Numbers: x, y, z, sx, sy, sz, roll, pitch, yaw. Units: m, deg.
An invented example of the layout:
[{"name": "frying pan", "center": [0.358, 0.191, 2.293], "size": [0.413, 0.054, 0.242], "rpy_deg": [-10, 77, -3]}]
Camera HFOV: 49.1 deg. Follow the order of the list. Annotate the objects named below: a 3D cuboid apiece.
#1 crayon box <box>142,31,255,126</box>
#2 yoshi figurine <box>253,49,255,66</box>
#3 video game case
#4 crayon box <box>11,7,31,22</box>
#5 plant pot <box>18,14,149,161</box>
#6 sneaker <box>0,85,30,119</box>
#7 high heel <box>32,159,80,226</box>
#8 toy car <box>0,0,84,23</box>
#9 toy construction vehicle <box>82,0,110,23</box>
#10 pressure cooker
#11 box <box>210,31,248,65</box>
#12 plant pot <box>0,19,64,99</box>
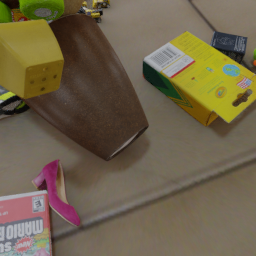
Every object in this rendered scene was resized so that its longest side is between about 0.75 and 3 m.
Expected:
[{"name": "crayon box", "center": [2.074, -1.342, 7.867], "size": [1.893, 0.757, 2.982], "rpy_deg": [-36, 63, -21]}, {"name": "yoshi figurine", "center": [4.759, -1.850, 8.040], "size": [1.248, 1.252, 2.228], "rpy_deg": [-25, 56, -34]}, {"name": "video game case", "center": [-2.491, 2.655, 5.243], "size": [2.073, 0.253, 2.899], "rpy_deg": [-6, 52, -14]}, {"name": "crayon box", "center": [-4.047, -3.077, 8.668], "size": [2.129, 1.351, 0.541], "rpy_deg": [-37, 64, -20]}, {"name": "plant pot", "center": [-0.894, -0.672, 6.627], "size": [2.599, 2.599, 2.781], "rpy_deg": [-37, 82, -21]}, {"name": "sneaker", "center": [-3.690, -0.666, 7.505], "size": [2.201, 0.813, 0.891], "rpy_deg": [-19, 52, -21]}, {"name": "high heel", "center": [-1.412, 1.397, 6.217], "size": [0.786, 0.552, 1.639], "rpy_deg": [-45, 54, -13]}, {"name": "toy car", "center": [-1.774, -2.871, 5.824], "size": [2.078, 2.634, 2.164], "rpy_deg": [-9, 85, 17]}, {"name": "toy construction vehicle", "center": [-1.353, -4.340, 9.990], "size": [1.409, 0.496, 1.227], "rpy_deg": [-1, 57, -1]}, {"name": "pressure cooker", "center": [-2.027, -3.331, 8.781], "size": [1.442, 1.420, 1.615], "rpy_deg": [-17, 58, -10]}, {"name": "box", "center": [3.081, -2.473, 8.728], "size": [1.048, 0.561, 0.778], "rpy_deg": [16, 58, 10]}, {"name": "plant pot", "center": [-1.322, -0.869, 3.780], "size": [0.813, 0.813, 0.717], "rpy_deg": [-25, 63, -39]}]
